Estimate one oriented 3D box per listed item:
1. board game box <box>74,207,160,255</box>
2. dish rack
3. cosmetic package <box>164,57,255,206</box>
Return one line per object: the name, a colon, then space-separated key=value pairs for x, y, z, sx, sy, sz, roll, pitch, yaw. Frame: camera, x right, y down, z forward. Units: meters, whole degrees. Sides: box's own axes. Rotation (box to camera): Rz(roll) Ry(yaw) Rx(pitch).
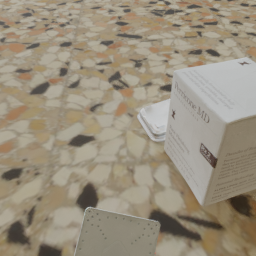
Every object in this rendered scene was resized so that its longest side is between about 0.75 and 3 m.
board game box: x=-0.215 y=2.048 z=4.548 sx=1.292 sy=0.167 sz=1.291 roll=15 pitch=80 yaw=-12
dish rack: x=1.194 y=-0.371 z=7.826 sx=1.665 sy=0.363 sz=1.429 roll=-20 pitch=43 yaw=-9
cosmetic package: x=2.104 y=0.036 z=6.009 sx=1.914 sy=2.320 sz=1.912 roll=-14 pitch=41 yaw=-16
